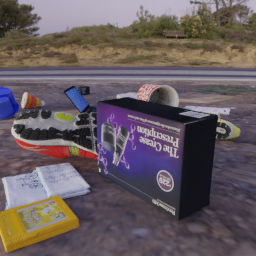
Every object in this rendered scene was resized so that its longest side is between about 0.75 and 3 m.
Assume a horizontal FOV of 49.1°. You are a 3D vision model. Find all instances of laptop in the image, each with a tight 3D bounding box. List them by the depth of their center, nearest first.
[{"bbox_3d":[-1.517,-1.225,12.418,2.188,1.130,1.939,0,16,2],"label":"laptop"}]

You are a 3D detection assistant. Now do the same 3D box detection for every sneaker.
[{"bbox_3d":[-1.340,0.285,7.119,2.989,1.269,1.151,12,58,-11],"label":"sneaker"},{"bbox_3d":[2.857,-0.010,9.112,0.805,0.697,1.782,3,16,-29],"label":"sneaker"}]

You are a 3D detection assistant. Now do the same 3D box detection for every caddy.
[{"bbox_3d":[-5.560,-0.910,11.502,2.013,1.056,1.423,-2,37,-7],"label":"caddy"}]

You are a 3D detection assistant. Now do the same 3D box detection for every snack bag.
[{"bbox_3d":[-1.733,1.123,5.730,1.555,0.166,1.466,-8,18,-26],"label":"snack bag"}]

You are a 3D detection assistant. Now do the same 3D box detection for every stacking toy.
[{"bbox_3d":[-4.609,-1.257,13.743,1.073,0.784,0.784,13,7,-32],"label":"stacking toy"}]

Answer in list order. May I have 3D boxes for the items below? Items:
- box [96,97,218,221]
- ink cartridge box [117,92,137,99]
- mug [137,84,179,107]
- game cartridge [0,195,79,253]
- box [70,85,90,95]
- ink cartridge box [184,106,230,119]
[{"bbox_3d":[0.403,0.411,5.437,0.943,1.688,2.392,-14,21,-37],"label":"box"},{"bbox_3d":[0.155,-1.258,13.194,0.889,0.513,1.222,31,32,35],"label":"ink cartridge box"},{"bbox_3d":[0.884,-1.069,10.848,1.590,1.195,1.792,-28,20,-6],"label":"mug"},{"bbox_3d":[-1.468,1.465,4.479,1.087,0.176,0.958,-9,18,-32],"label":"game cartridge"},{"bbox_3d":[-3.031,-2.398,17.768,0.892,0.524,0.877,-14,21,-41],"label":"box"},{"bbox_3d":[2.949,-0.442,10.616,1.683,0.567,0.986,6,17,22],"label":"ink cartridge box"}]
